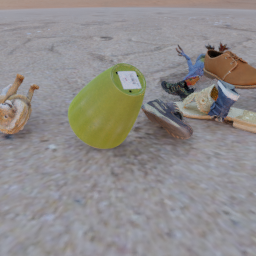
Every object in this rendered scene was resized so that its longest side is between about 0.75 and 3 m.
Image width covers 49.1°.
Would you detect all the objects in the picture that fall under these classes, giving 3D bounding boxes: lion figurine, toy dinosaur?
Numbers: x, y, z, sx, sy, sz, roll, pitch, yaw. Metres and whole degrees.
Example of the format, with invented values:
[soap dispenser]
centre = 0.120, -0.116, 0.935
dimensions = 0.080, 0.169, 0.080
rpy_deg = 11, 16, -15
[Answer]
[lion figurine]
centre = -3.547, -0.666, 7.903
dimensions = 2.703, 0.979, 1.655
rpy_deg = 4, 65, 42
[toy dinosaur]
centre = 3.116, -2.360, 11.356
dimensions = 1.480, 2.820, 2.559
rpy_deg = 23, 73, 45

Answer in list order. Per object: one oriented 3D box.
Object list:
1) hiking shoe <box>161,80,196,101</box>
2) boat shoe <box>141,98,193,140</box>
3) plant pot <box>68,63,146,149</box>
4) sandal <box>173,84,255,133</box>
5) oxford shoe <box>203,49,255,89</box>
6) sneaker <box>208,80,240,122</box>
[hiking shoe]
centre = 1.686, -1.372, 9.321
dimensions = 1.201, 0.605, 0.455
rpy_deg = 29, 35, 16
[boat shoe]
centre = 1.099, -0.370, 7.536
dimensions = 0.712, 0.724, 1.943
rpy_deg = -43, 41, -7
[plant pot]
centre = -0.340, -0.615, 6.298
dimensions = 1.623, 1.735, 1.623
rpy_deg = 13, 58, -21
[sandal]
centre = 2.626, -0.782, 8.269
dimensions = 3.036, 0.999, 1.113
rpy_deg = 19, 33, 31
[oxford shoe]
centre = 3.388, -1.942, 9.013
dimensions = 0.976, 0.975, 2.736
rpy_deg = -25, 34, -19
[sneaker]
centre = 2.579, -0.749, 7.815
dimensions = 0.518, 0.984, 1.361
rpy_deg = 22, 28, 0
